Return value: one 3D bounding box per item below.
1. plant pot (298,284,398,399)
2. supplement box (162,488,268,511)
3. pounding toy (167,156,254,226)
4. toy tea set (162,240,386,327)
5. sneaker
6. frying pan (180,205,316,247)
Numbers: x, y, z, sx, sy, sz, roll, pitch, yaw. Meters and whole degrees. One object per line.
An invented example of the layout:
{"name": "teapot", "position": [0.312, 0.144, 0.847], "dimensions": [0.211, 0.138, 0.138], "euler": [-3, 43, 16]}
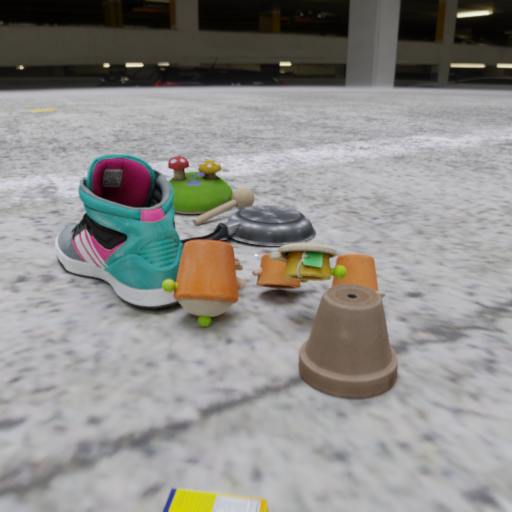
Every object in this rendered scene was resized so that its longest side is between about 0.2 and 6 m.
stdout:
{"name": "plant pot", "position": [1.021, 0.860, 6.089], "dimensions": [1.095, 0.955, 1.095], "euler": [1, 22, 0]}
{"name": "supplement box", "position": [-0.298, 1.970, 3.949], "dimensions": [0.730, 0.400, 0.397], "euler": [3, 22, 10]}
{"name": "pounding toy", "position": [-1.197, -1.598, 12.118], "dimensions": [1.677, 1.008, 2.172], "euler": [-18, 31, -31]}
{"name": "toy tea set", "position": [0.245, 0.461, 7.562], "dimensions": [2.947, 1.091, 1.753], "euler": [1, -9, 12]}
{"name": "sneaker", "position": [-2.201, -0.575, 8.408], "dimensions": [1.339, 1.934, 3.203], "euler": [-18, 25, -40]}
{"name": "frying pan", "position": [-0.319, -0.591, 10.677], "dimensions": [2.980, 0.485, 1.802], "euler": [0, 21, -10]}
